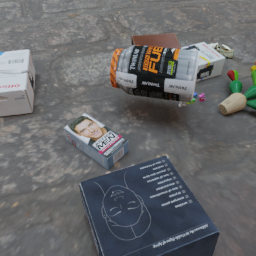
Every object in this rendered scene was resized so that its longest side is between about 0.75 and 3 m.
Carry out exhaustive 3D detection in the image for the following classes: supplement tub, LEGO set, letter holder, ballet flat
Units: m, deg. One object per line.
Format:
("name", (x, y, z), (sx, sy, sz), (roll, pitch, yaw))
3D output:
("supplement tub", (0.850, -1.756, 8.934), (2.632, 1.613, 1.613), (8, 46, 12))
("LEGO set", (2.330, -1.186, 10.408), (1.083, 0.445, 0.413), (-15, 46, -15))
("letter holder", (1.190, -3.287, 12.122), (1.949, 0.980, 1.385), (-5, 46, -5))
("ballet flat", (4.191, -3.663, 12.866), (1.476, 0.460, 0.498), (29, 52, 26))

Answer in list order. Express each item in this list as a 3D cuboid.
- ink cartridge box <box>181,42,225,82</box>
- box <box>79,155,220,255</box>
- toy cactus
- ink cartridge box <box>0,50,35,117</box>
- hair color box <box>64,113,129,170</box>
("ink cartridge box", (2.679, -2.683, 11.602), (2.067, 0.856, 1.506), (-19, 48, -18))
("box", (0.349, 2.117, 6.291), (2.312, 1.433, 2.273), (-15, 39, -14))
("toy cactus", (4.355, -1.202, 9.993), (2.311, 1.432, 2.801), (-28, 59, -13))
("ink cartridge box", (-4.573, -1.688, 10.420), (1.939, 1.119, 2.673), (-8, 46, -8))
("hair color box", (-0.998, 0.371, 8.759), (1.908, 0.579, 0.945), (31, 53, 28))
